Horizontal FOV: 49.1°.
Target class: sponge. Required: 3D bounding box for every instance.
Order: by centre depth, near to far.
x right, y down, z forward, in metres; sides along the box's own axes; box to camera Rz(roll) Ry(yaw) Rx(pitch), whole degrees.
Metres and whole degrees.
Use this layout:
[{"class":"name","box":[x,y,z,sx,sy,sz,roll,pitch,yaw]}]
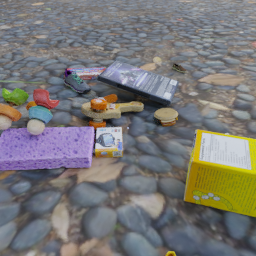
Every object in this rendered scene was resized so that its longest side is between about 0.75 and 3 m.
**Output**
[{"class":"sponge","box":[-2.440,0.557,8.239,2.806,0.418,1.565,-2,34,-1]}]

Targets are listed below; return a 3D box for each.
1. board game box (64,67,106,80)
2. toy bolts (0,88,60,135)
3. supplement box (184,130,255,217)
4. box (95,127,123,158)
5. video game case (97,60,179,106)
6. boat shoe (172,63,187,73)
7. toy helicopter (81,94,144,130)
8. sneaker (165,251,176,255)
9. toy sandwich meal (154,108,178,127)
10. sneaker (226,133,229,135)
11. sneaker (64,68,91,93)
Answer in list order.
[{"class":"board game box","box":[-1.928,-2.476,12.747,1.866,0.181,0.960,-3,36,-5]},{"class":"toy bolts","box":[-3.060,-0.344,8.847,1.881,1.797,1.304,2,68,30]},{"class":"supplement box","box":[2.685,1.104,6.657,2.441,1.336,1.328,10,36,13]},{"class":"box","box":[-0.575,0.372,8.625,0.808,0.281,1.357,-2,37,-2]},{"class":"video game case","box":[0.491,-1.859,11.128,2.893,0.274,2.067,20,34,8]},{"class":"boat shoe","box":[2.416,-2.826,13.132,0.809,0.299,0.299,29,44,34]},{"class":"toy helicopter","box":[-0.537,-0.711,9.896,2.318,0.914,1.533,-7,25,-28]},{"class":"sneaker","box":[0.793,2.741,5.207,0.326,0.344,0.892,0,37,-2]},{"class":"toy sandwich meal","box":[1.330,-0.386,9.702,0.916,0.314,0.916,-4,29,2]},{"class":"sneaker","box":[3.231,0.645,7.898,0.489,0.655,1.459,-28,44,-34]},{"class":"sneaker","box":[-2.156,-1.952,11.553,1.577,0.690,0.587,28,44,34]}]
